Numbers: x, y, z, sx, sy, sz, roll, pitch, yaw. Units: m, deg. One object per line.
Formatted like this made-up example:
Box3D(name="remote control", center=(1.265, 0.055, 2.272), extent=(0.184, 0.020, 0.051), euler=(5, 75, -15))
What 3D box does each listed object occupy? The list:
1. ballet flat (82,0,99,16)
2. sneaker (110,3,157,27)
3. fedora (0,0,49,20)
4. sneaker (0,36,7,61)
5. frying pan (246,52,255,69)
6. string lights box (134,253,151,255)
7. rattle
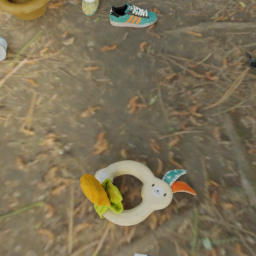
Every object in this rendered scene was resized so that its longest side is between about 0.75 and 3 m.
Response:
Box3D(name="ballet flat", center=(-1.458, -5.382, 11.214), extent=(0.702, 0.702, 1.985), euler=(8, 61, 5))
Box3D(name="sneaker", center=(0.209, -4.273, 10.547), extent=(1.800, 0.719, 0.643), euler=(-3, 61, -2))
Box3D(name="fedora", center=(-3.824, -4.955, 10.775), extent=(2.451, 1.000, 2.451), euler=(0, 62, 0))
Box3D(name="sneaker", center=(-5.408, -2.676, 9.665), extent=(2.371, 0.906, 0.955), euler=(-8, 51, -11))
Box3D(name="frying pan", center=(4.320, -2.324, 9.791), extent=(0.788, 0.128, 0.477), euler=(40, 67, 22))
Box3D(name="string lights box", center=(0.783, 2.234, 3.619), extent=(1.700, 0.501, 0.874), euler=(-11, 42, 35))
Box3D(name="rattle", center=(0.393, 1.290, 6.812), extent=(2.668, 1.906, 1.737), euler=(-3, 44, 5))
